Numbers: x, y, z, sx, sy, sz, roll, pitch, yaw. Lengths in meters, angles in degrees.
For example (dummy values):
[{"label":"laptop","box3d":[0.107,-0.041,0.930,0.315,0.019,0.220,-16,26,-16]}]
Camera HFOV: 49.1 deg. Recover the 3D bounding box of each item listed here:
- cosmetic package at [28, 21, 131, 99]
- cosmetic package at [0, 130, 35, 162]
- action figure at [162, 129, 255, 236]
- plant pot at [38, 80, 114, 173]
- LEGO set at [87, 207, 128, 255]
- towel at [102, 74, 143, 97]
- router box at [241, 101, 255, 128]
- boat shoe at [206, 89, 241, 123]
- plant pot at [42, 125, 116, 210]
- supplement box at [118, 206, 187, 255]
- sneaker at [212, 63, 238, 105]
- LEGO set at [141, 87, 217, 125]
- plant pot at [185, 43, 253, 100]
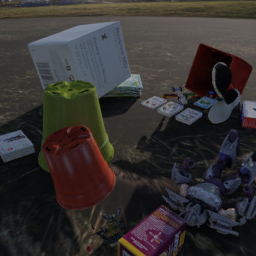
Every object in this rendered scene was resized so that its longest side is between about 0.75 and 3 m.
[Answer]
[{"label":"cosmetic package","box3d":[-1.888,-2.738,11.626,2.489,2.504,2.993,9,36,36]},{"label":"cosmetic package","box3d":[-3.434,0.514,8.365,0.884,0.303,1.173,-22,34,-31]},{"label":"action figure","box3d":[2.013,1.199,6.270,1.919,1.023,2.950,30,43,28]},{"label":"plant pot","box3d":[-1.489,-0.153,7.720,2.179,2.070,2.179,1,27,0]},{"label":"LEGO set","box3d":[-0.391,2.118,5.290,0.839,0.366,1.291,19,46,37]},{"label":"towel","box3d":[-0.318,-2.034,13.119,1.876,0.528,2.192,0,27,-2]},{"label":"router box","box3d":[4.904,-0.454,10.138,1.467,0.399,1.634,8,28,16]},{"label":"boat shoe","box3d":[3.463,-0.793,10.487,2.050,0.757,0.618,-43,14,-31]},{"label":"plant pot","box3d":[-1.144,0.793,6.239,1.451,1.412,1.451,-10,33,7]},{"label":"supplement box","box3d":[0.423,2.039,4.853,0.602,0.764,1.167,25,36,37]},{"label":"sneaker","box3d":[3.145,-1.603,9.633,0.667,1.895,0.886,-40,45,5]},{"label":"LEGO set","box3d":[2.066,-0.863,10.347,2.022,0.664,2.706,25,39,33]},{"label":"plant pot","box3d":[4.038,-2.277,12.098,1.805,2.046,2.048,1,28,-31]}]
